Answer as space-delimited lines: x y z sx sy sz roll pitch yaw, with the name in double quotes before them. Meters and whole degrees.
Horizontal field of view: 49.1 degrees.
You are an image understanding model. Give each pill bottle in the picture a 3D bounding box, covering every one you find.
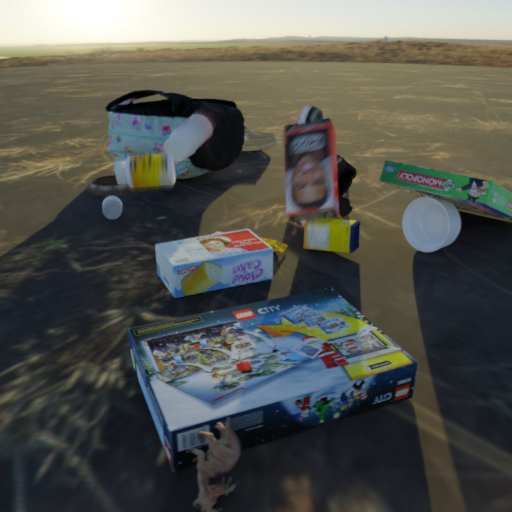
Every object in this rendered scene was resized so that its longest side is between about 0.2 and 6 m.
"pill bottle" -1.763 -1.350 8.928 0.897 0.490 0.490 -5 24 -2
"pill bottle" -0.958 -1.651 7.866 0.412 0.412 0.751 11 41 23

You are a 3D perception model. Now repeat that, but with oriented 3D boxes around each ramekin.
"ramekin" 3.382 -0.617 10.737 0.514 1.054 1.054 -9 25 -38

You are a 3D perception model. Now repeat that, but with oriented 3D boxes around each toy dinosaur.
"toy dinosaur" -0.342 1.981 5.383 0.582 0.859 0.369 36 5 28

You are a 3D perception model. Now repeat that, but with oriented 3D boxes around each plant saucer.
"plant saucer" -3.724 -1.833 14.392 1.296 0.237 1.296 1 25 0

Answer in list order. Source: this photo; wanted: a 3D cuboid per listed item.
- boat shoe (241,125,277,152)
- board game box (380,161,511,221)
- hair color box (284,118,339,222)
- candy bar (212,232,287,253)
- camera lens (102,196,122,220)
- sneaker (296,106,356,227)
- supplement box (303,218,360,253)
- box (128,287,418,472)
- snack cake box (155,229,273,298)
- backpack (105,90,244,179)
"boat shoe" -0.619 -3.906 18.234 2.645 0.853 0.943 -4 24 -9
"board game box" 4.146 -1.265 11.435 2.105 0.455 3.128 21 9 37
"hair color box" 1.025 -1.589 10.408 0.904 1.782 0.546 -6 -18 17
"candy bar" -0.194 -0.269 10.960 1.626 0.180 0.405 9 25 20
"camera lens" -3.195 -1.072 12.440 0.430 0.430 0.537 -5 24 -12
"sneaker" 1.482 -1.901 11.739 1.219 2.787 1.028 -6 -21 15
"supplement box" 1.441 -0.404 10.669 0.969 0.527 0.531 6 14 22
"box" 0.127 1.323 6.925 2.999 0.565 2.048 -10 26 -21
"snack cake box" -0.725 0.093 9.633 1.795 0.603 1.032 -10 24 -22
"backpack" -2.355 -3.180 14.962 3.482 2.204 2.906 7 10 20
